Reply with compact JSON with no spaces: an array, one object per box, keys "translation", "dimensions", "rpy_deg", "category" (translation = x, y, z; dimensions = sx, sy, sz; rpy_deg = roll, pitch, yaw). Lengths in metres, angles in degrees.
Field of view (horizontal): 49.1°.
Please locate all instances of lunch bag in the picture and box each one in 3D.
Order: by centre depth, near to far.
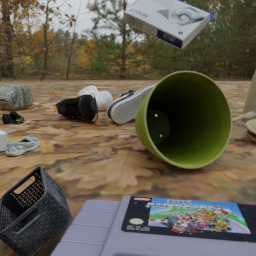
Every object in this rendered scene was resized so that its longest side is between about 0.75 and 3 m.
[{"translation":[-5.635,-1.428,13.449],"dimensions":[1.674,1.166,1.404],"rpy_deg":[6,26,25],"category":"lunch bag"}]

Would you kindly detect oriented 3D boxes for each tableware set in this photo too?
[{"translation":[4.363,0.026,7.951],"dimensions":[2.845,0.570,1.880],"rpy_deg":[-16,31,-36],"category":"tableware set"}]

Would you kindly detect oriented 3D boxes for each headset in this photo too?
[{"translation":[-4.290,-0.306,10.137],"dimensions":[1.090,0.512,0.673],"rpy_deg":[20,21,16],"category":"headset"}]

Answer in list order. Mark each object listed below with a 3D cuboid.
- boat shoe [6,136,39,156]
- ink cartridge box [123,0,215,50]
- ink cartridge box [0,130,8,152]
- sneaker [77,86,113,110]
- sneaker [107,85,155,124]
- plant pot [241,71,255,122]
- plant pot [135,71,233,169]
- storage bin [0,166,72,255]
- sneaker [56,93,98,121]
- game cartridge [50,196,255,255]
[{"translation":[-2.500,0.375,6.702],"dimensions":[0.401,0.349,1.089],"rpy_deg":[4,13,18],"category":"boat shoe"},{"translation":[1.313,-3.462,8.478],"dimensions":[2.118,0.431,2.122],"rpy_deg":[32,61,19],"category":"ink cartridge box"},{"translation":[-3.596,0.363,6.516],"dimensions":[1.316,0.447,0.758],"rpy_deg":[-11,16,-41],"category":"ink cartridge box"},{"translation":[-1.976,-1.422,13.533],"dimensions":[1.401,1.098,2.819],"rpy_deg":[-12,16,-34],"category":"sneaker"},{"translation":[0.429,-0.993,10.592],"dimensions":[2.701,1.059,1.073],"rpy_deg":[-20,19,-21],"category":"sneaker"},{"translation":[5.607,-1.608,10.173],"dimensions":[2.617,2.794,2.617],"rpy_deg":[-1,12,0],"category":"plant pot"},{"translation":[0.899,-0.079,6.161],"dimensions":[1.843,1.843,1.970],"rpy_deg":[-4,-4,-17],"category":"plant pot"},{"translation":[-1.091,0.925,3.228],"dimensions":[0.647,0.448,0.957],"rpy_deg":[-40,21,-9],"category":"storage bin"},{"translation":[-1.999,-0.688,10.559],"dimensions":[1.201,1.039,2.743],"rpy_deg":[-11,6,-24],"category":"sneaker"},{"translation":[0.754,1.226,2.459],"dimensions":[2.858,0.549,1.853],"rpy_deg":[2,16,8],"category":"game cartridge"}]
